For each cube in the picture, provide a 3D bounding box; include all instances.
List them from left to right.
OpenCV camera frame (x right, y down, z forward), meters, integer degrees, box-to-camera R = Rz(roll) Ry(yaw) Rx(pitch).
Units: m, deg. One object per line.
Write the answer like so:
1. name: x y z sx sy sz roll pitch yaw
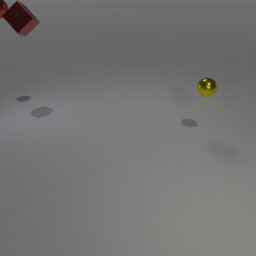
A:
1. cube: -3.337 -3.405 8.781 0.700 0.700 0.700 -41 9 7

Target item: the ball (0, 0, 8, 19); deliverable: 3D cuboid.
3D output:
1. ball: -4.628 -4.249 9.952 0.700 0.700 0.700 0 28 0

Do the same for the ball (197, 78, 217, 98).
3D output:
1. ball: 2.781 -1.425 9.883 0.700 0.700 0.700 0 28 0
